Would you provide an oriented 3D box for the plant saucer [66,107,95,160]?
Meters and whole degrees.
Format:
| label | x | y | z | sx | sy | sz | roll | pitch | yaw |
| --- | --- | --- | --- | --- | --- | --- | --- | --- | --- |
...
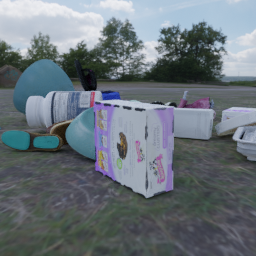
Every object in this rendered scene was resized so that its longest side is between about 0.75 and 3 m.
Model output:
| label | x | y | z | sx | sy | sz | roll | pitch | yaw |
| --- | --- | --- | --- | --- | --- | --- | --- | --- | --- |
| plant saucer | -0.258 | -0.048 | 7.906 | 2.948 | 0.530 | 2.948 | 4 | 28 | -2 |

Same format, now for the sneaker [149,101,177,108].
| label | x | y | z | sx | sy | sz | roll | pitch | yaw |
| --- | --- | --- | --- | --- | --- | --- | --- | --- | --- |
| sneaker | 1.554 | -0.903 | 14.543 | 2.284 | 0.878 | 1.012 | -1 | -2 | -44 |

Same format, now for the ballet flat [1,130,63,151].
| label | x | y | z | sx | sy | sz | roll | pitch | yaw |
| --- | --- | --- | --- | --- | --- | --- | --- | --- | --- |
| ballet flat | -2.677 | 0.390 | 8.030 | 1.769 | 0.600 | 0.640 | 1 | -10 | 6 |

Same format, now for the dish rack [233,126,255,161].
| label | x | y | z | sx | sy | sz | roll | pitch | yaw |
| --- | --- | --- | --- | --- | --- | --- | --- | --- | --- |
| dish rack | 4.282 | 0.462 | 7.281 | 2.822 | 0.614 | 2.422 | 5 | 13 | 26 |

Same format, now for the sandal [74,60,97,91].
| label | x | y | z | sx | sy | sz | roll | pitch | yaw |
| --- | --- | --- | --- | --- | --- | --- | --- | --- | --- |
| sandal | -1.437 | -1.744 | 10.823 | 0.593 | 2.476 | 0.931 | -19 | 55 | 2 |

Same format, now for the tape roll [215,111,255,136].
| label | x | y | z | sx | sy | sz | roll | pitch | yaw |
| --- | --- | --- | --- | --- | --- | --- | --- | --- | --- |
| tape roll | 3.842 | -0.174 | 9.322 | 1.843 | 0.337 | 1.843 | -15 | -12 | -3 |

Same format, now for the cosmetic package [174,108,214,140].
| label | x | y | z | sx | sy | sz | roll | pitch | yaw |
| --- | --- | --- | --- | --- | --- | --- | --- | --- | --- |
| cosmetic package | 1.964 | -0.183 | 9.680 | 1.774 | 1.001 | 0.720 | 7 | 10 | 26 |

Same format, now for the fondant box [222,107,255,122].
| label | x | y | z | sx | sy | sz | roll | pitch | yaw |
| --- | --- | --- | --- | --- | --- | --- | --- | --- | --- |
| fondant box | 5.221 | -0.292 | 10.812 | 2.719 | 0.792 | 1.962 | 5 | 11 | 31 |

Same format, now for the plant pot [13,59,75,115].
| label | x | y | z | sx | sy | sz | roll | pitch | yaw |
| --- | --- | --- | --- | --- | --- | --- | --- | --- | --- |
| plant pot | -3.595 | -1.501 | 13.213 | 1.936 | 2.875 | 2.875 | 31 | 20 | 14 |

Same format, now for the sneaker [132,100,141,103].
| label | x | y | z | sx | sy | sz | roll | pitch | yaw |
| --- | --- | --- | --- | --- | --- | --- | --- | --- | --- |
| sneaker | -0.240 | -0.696 | 12.160 | 2.534 | 0.933 | 1.495 | 1 | 19 | -23 |

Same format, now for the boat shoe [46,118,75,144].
| label | x | y | z | sx | sy | sz | roll | pitch | yaw |
| --- | --- | --- | --- | --- | --- | --- | --- | --- | --- |
| boat shoe | -1.521 | -0.034 | 9.367 | 2.434 | 0.878 | 0.876 | -15 | 19 | -33 |

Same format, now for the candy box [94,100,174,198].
| label | x | y | z | sx | sy | sz | roll | pitch | yaw |
| --- | --- | --- | --- | --- | --- | --- | --- | --- | --- |
| candy box | 0.047 | 0.287 | 5.556 | 0.669 | 1.568 | 1.869 | -7 | 13 | -34 |

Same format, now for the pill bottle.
| label | x | y | z | sx | sy | sz | roll | pitch | yaw |
| --- | --- | --- | --- | --- | --- | --- | --- | --- | --- |
| pill bottle | -2.275 | -0.593 | 10.368 | 2.602 | 1.556 | 1.556 | 0 | 10 | 0 |

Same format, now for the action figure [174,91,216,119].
| label | x | y | z | sx | sy | sz | roll | pitch | yaw |
| --- | --- | --- | --- | --- | --- | --- | --- | --- | --- |
| action figure | 3.125 | -0.834 | 14.027 | 2.253 | 1.509 | 1.678 | -10 | 52 | 10 |

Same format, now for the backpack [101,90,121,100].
| label | x | y | z | sx | sy | sz | roll | pitch | yaw |
| --- | --- | --- | --- | --- | --- | --- | --- | --- | --- |
| backpack | -1.279 | -1.080 | 13.381 | 1.479 | 1.432 | 1.763 | -9 | 15 | -31 |
